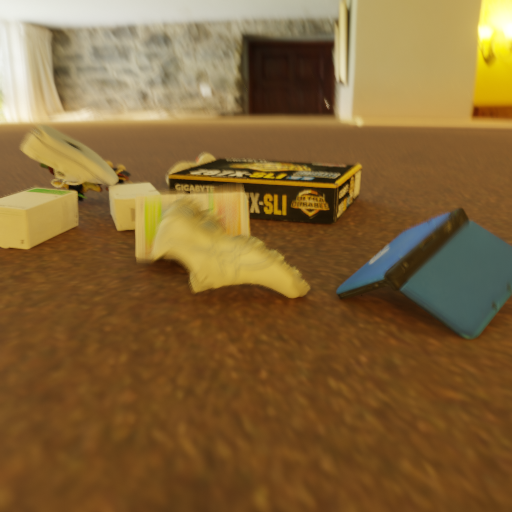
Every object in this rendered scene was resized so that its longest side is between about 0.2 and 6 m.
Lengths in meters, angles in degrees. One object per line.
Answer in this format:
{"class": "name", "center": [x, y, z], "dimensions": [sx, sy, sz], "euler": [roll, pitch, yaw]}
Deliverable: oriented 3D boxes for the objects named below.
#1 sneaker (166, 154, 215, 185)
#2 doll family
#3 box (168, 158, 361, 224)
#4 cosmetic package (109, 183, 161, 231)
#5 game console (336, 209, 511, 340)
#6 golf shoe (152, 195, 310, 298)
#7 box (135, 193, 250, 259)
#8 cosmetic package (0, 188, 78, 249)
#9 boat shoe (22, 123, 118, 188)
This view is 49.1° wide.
{"class": "sneaker", "center": [-1.815, -2.127, 15.257], "dimensions": [0.816, 0.768, 1.993], "euler": [-28, 4, 40]}
{"class": "doll family", "center": [-3.670, -1.691, 13.031], "dimensions": [2.583, 1.013, 1.493], "euler": [2, 12, -5]}
{"class": "box", "center": [0.300, -1.568, 12.737], "dimensions": [3.713, 0.916, 2.965], "euler": [6, 20, 18]}
{"class": "cosmetic package", "center": [-2.450, -1.019, 11.303], "dimensions": [0.924, 0.665, 1.638], "euler": [-7, 19, -18]}
{"class": "game console", "center": [2.268, 0.293, 7.211], "dimensions": [1.863, 1.103, 1.590], "euler": [-34, 4, -35]}
{"class": "golf shoe", "center": [-0.358, 0.123, 7.351], "dimensions": [2.124, 1.033, 0.832], "euler": [31, 0, 1]}
{"class": "box", "center": [-0.931, -0.436, 8.535], "dimensions": [1.644, 0.925, 0.833], "euler": [-1, -2, 3]}
{"class": "cosmetic package", "center": [-4.081, -0.715, 10.199], "dimensions": [0.942, 0.742, 1.750], "euler": [6, 17, 8]}
{"class": "boat shoe", "center": [-3.707, -1.746, 11.068], "dimensions": [0.772, 0.891, 2.089], "euler": [55, 13, 29]}
